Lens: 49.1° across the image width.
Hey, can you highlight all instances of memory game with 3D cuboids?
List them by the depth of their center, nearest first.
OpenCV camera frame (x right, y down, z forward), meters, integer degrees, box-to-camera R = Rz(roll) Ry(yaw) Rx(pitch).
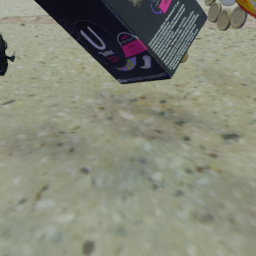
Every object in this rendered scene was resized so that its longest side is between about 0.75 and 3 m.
[{"bbox_3d":[2.638,-3.726,6.781,0.171,2.683,2.683,-1,33,-18],"label":"memory game"}]

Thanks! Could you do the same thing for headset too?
[{"bbox_3d":[-2.716,-1.718,4.119,1.650,1.256,2.673,-13,-11,11],"label":"headset"}]

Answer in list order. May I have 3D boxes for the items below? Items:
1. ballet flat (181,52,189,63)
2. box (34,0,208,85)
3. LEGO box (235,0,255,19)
[{"bbox_3d":[0.830,-1.928,7.282,1.451,0.457,0.498,-2,55,11],"label":"ballet flat"},{"bbox_3d":[-0.267,-2.349,5.144,1.802,2.947,1.563,5,59,58],"label":"box"},{"bbox_3d":[1.564,-0.807,1.961,1.703,0.657,1.269,47,28,20],"label":"LEGO box"}]
